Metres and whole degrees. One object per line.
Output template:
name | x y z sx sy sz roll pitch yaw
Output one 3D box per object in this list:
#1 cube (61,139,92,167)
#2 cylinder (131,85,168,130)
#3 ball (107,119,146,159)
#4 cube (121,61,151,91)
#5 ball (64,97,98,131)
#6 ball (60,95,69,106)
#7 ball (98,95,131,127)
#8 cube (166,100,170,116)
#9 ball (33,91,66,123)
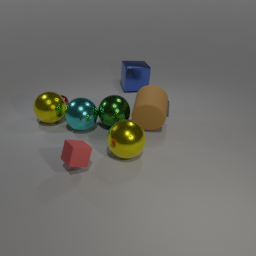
cube | -1.701 0.831 9.217 0.700 0.700 0.700 6 15 -38
cylinder | 0.942 -0.861 11.801 1.400 1.400 1.400 5 43 9
ball | -0.047 0.391 9.973 1.400 1.400 1.400 0 29 0
cube | 0.403 -2.990 16.036 1.400 1.400 1.400 -2 28 -11
ball | -1.959 -0.582 11.754 1.400 1.400 1.400 0 29 0
ball | -3.206 -1.235 13.454 0.700 0.700 0.700 0 29 0
ball | -0.588 -0.714 11.973 1.400 1.400 1.400 0 29 0
cube | 1.550 -1.001 13.260 0.700 0.700 0.700 -1 29 -1
ball | -3.440 -0.904 12.331 1.400 1.400 1.400 0 29 0
